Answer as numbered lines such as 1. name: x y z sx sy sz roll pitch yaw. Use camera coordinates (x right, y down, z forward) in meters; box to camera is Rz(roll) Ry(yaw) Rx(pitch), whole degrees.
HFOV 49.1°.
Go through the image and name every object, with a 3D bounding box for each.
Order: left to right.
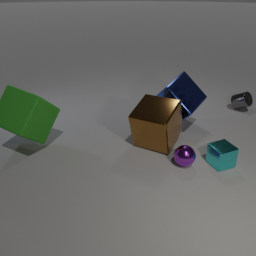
1. cube: -3.486 -0.437 9.625 1.400 1.400 1.400 21 -7 20
2. cube: 1.016 -0.162 9.926 1.400 1.400 1.400 14 46 27
3. cube: 1.971 -1.113 11.204 1.400 1.400 1.400 48 54 -1
4. ball: 1.832 0.895 9.042 0.700 0.700 0.700 0 28 0
5. cube: 3.032 0.873 9.071 0.700 0.700 0.700 -13 30 -18
6. cylinder: 5.235 -1.261 12.894 0.700 0.700 0.700 -24 6 -37
